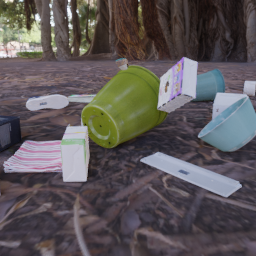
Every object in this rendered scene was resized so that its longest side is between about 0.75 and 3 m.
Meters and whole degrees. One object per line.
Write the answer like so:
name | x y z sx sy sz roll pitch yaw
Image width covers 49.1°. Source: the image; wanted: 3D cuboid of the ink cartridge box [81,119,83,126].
ink cartridge box | -1.500 -0.230 11.442 0.768 0.322 0.674 -6 18 -19

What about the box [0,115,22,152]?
box | -4.610 0.181 9.098 1.554 0.928 1.580 5 18 15

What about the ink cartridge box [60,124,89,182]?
ink cartridge box | -1.385 0.584 7.603 0.600 1.043 1.782 -2 18 -5

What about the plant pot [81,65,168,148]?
plant pot | -0.246 -0.552 9.512 2.442 2.442 2.351 13 37 36

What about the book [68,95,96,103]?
book | -2.521 -1.736 16.299 1.661 0.399 1.110 1 14 7

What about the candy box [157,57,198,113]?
candy box | 1.440 -1.223 8.291 0.493 1.156 1.378 14 -20 -19

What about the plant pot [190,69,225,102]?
plant pot | 4.268 -2.319 15.957 1.813 1.852 1.852 -9 18 -5

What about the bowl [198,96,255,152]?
bowl | 3.248 0.018 8.721 1.929 1.009 1.929 -41 -2 -2

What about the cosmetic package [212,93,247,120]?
cosmetic package | 4.443 -0.799 12.173 1.402 1.021 2.758 6 20 20

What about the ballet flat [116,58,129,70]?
ballet flat | -0.106 -1.568 6.931 0.272 0.268 0.798 -17 9 16

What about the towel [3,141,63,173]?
towel | -2.538 0.741 8.345 1.601 0.327 2.188 0 17 -3

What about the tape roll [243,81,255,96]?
tape roll | 7.692 -2.500 17.701 0.635 0.925 0.925 8 19 26

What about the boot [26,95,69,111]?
boot | -4.160 -1.415 14.466 2.086 0.759 0.942 -6 24 -15

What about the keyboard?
keyboard | 1.539 1.156 7.409 0.765 0.145 2.718 -21 27 -38
